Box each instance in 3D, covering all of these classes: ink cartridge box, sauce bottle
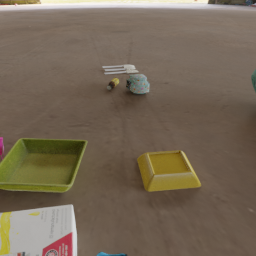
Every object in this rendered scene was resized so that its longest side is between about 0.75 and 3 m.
[{"bbox_3d":[-1.925,2.214,4.769,2.036,0.849,1.478,-5,29,-9],"label":"ink cartridge box"},{"bbox_3d":[-0.705,-2.053,13.079,0.335,0.335,1.034,8,32,15],"label":"sauce bottle"}]

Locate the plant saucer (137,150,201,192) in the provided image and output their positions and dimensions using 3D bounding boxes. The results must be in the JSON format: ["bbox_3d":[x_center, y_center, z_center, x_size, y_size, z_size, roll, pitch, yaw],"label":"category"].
[{"bbox_3d":[1.053,1.033,7.450,1.437,0.348,1.436,-4,28,-6],"label":"plant saucer"}]

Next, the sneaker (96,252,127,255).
[{"bbox_3d":[0.049,2.434,4.696,1.347,0.552,0.493,4,29,6],"label":"sneaker"}]

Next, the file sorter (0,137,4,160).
[{"bbox_3d":[-3.824,0.649,7.591,0.829,0.576,0.520,-3,31,-31],"label":"file sorter"}]

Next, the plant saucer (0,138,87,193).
[{"bbox_3d":[-2.220,1.008,7.343,2.031,0.487,2.033,2,28,3],"label":"plant saucer"}]

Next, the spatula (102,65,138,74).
[{"bbox_3d":[-0.465,-3.212,15.400,1.863,0.150,1.295,-7,35,-10],"label":"spatula"}]

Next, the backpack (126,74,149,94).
[{"bbox_3d":[0.475,-1.943,12.426,0.903,0.788,1.028,-7,37,-23],"label":"backpack"}]

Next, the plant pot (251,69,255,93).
[{"bbox_3d":[5.883,-1.733,10.464,1.964,2.447,2.447,-24,25,14],"label":"plant pot"}]
